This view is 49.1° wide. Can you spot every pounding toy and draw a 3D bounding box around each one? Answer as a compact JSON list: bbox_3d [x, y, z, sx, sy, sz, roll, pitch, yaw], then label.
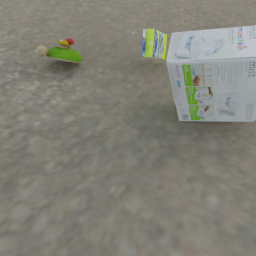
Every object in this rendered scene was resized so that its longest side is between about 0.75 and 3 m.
[{"bbox_3d":[-2.205,-2.597,9.072,1.501,0.697,1.159,5,17,-23],"label":"pounding toy"}]

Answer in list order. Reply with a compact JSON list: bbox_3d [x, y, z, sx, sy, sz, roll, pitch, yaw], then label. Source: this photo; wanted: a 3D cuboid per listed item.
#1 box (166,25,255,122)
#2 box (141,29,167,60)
[{"bbox_3d":[2.030,-1.116,6.505,1.892,2.144,1.037,0,56,20],"label":"box"},{"bbox_3d":[0.849,-2.620,8.828,0.323,0.826,1.355,9,13,25],"label":"box"}]
